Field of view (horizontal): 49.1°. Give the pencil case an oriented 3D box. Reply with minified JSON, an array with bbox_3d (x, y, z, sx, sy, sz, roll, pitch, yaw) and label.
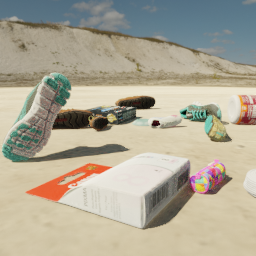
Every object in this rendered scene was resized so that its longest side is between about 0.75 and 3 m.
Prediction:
[{"bbox_3d":[1.626,0.966,5.651,0.453,0.453,1.024,8,14,35],"label":"pencil case"}]

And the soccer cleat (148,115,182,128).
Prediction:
[{"bbox_3d":[1.566,-0.209,11.711,1.459,0.510,0.630,-5,19,0],"label":"soccer cleat"}]

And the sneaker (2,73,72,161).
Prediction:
[{"bbox_3d":[-2.424,-0.316,7.396,1.000,2.578,1.176,34,1,-31],"label":"sneaker"}]

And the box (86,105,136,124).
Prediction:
[{"bbox_3d":[-0.901,-0.676,13.682,1.943,0.562,2.445,4,12,22],"label":"box"}]

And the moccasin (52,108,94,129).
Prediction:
[{"bbox_3d":[-2.658,-0.372,11.637,2.443,0.894,0.943,-10,20,-4],"label":"moccasin"}]

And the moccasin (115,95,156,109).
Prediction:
[{"bbox_3d":[0.481,-1.600,17.810,2.608,0.954,1.007,-12,22,-11],"label":"moccasin"}]

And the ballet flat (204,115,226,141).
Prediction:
[{"bbox_3d":[3.157,0.034,10.067,0.743,0.743,2.102,2,11,12],"label":"ballet flat"}]

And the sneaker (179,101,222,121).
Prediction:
[{"bbox_3d":[3.348,-0.644,13.188,1.173,0.998,2.571,-18,11,-17],"label":"sneaker"}]

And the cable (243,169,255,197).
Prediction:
[{"bbox_3d":[2.752,1.066,5.245,1.093,0.378,1.093,8,13,35],"label":"cable"}]

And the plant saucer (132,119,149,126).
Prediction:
[{"bbox_3d":[0.733,-0.279,12.613,1.120,0.216,1.120,1,11,0],"label":"plant saucer"}]

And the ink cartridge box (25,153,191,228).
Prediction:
[{"bbox_3d":[-0.348,0.921,5.467,2.581,0.736,2.097,11,15,29],"label":"ink cartridge box"}]

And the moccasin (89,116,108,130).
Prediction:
[{"bbox_3d":[-1.275,-0.232,11.470,0.585,0.554,1.514,0,12,12],"label":"moccasin"}]

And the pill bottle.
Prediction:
[{"bbox_3d":[5.835,-0.833,12.580,2.371,1.299,1.299,0,11,1],"label":"pill bottle"}]
